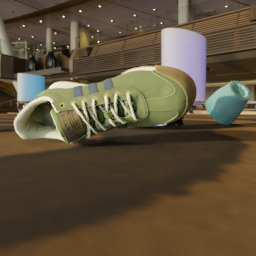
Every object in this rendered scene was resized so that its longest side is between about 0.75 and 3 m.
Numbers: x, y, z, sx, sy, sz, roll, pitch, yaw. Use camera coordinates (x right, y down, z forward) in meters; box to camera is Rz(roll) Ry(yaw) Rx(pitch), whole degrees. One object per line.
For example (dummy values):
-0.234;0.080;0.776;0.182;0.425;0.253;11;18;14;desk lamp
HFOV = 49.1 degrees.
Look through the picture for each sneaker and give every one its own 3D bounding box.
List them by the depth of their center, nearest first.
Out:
-0.501;-0.188;4.132;2.790;0.935;1.252;0;31;31;sneaker

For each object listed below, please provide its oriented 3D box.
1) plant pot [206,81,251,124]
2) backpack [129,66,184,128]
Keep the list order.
3.752;-1.013;10.265;1.315;1.315;1.236;-1;-31;-22;plant pot
0.552;-0.871;7.861;1.792;1.707;1.381;-1;-5;31;backpack
